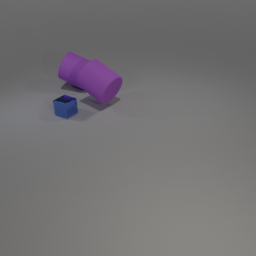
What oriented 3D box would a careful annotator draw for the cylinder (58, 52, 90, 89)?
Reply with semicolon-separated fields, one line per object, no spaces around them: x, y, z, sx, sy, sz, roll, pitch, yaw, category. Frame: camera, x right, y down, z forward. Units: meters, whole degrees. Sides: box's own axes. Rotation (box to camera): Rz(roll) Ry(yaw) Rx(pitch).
-2.457;-2.774;13.594;1.400;1.400;1.400;25;34;-1;cylinder

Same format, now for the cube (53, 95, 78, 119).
-2.613;-0.892;11.746;0.700;0.700;0.700;19;37;27;cube

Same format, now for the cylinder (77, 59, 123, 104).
-1.189;-1.974;11.940;1.400;1.400;1.400;38;44;15;cylinder
